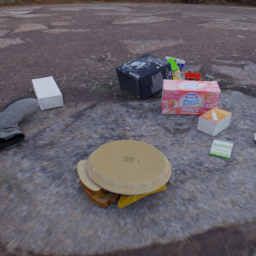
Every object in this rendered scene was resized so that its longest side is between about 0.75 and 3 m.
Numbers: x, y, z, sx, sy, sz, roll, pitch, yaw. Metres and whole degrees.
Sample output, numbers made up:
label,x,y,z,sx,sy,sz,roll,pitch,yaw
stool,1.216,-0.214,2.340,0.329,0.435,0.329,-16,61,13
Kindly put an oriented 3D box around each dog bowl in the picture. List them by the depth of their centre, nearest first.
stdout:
label,x,y,z,sx,sy,sz,roll,pitch,yaw
dog bowl,2.897,-4.057,17.465,1.220,0.481,1.220,11,20,-4

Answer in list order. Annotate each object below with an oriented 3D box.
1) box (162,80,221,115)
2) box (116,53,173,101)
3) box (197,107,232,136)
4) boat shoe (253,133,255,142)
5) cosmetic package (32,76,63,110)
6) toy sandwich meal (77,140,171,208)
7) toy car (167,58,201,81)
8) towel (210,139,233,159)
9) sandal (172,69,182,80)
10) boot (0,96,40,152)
label,x,y,z,sx,sy,sz,roll,pitch,yaw
box,2.744,-1.368,12.498,2.423,1.243,1.147,4,31,5
box,0.845,-2.667,14.297,2.109,1.238,2.074,-30,40,-18
box,3.482,-0.270,11.269,1.235,0.602,0.768,-27,40,-37
boat shoe,5.009,0.261,10.623,0.405,0.335,1.083,30,47,15
cosmetic package,-3.969,-1.746,13.696,1.058,0.649,2.564,-12,33,-19
toy sandwich meal,-0.070,1.346,8.351,2.777,0.951,2.777,3,29,-2
toy car,2.633,-2.928,14.962,2.022,0.451,1.903,-21,64,0
towel,3.345,0.762,10.037,0.711,0.146,0.953,11,35,22
sandal,2.382,-3.278,15.923,1.121,1.005,3.057,-7,32,-12
boot,-4.389,-0.072,10.769,2.944,1.028,1.938,-34,47,-28
